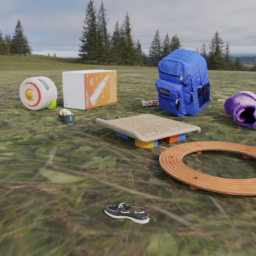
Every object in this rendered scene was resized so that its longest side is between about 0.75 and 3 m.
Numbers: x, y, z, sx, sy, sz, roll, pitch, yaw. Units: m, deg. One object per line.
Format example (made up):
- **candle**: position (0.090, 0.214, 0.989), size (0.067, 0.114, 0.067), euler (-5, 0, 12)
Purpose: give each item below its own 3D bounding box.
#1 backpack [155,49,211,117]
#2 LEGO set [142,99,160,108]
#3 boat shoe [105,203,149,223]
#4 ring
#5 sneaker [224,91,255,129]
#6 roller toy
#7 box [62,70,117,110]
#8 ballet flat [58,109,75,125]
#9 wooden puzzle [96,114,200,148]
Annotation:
- **backpack**: position (2.332, -1.947, 12.109), size (2.088, 2.569, 2.156), euler (23, 48, 38)
- **LEGO set**: position (1.694, -1.399, 14.801), size (1.543, 0.507, 2.066), euler (2, 15, 23)
- **boat shoe**: position (-0.025, 1.379, 4.700), size (0.790, 0.238, 0.292), euler (7, 16, 25)
- **ring**: position (2.228, 0.885, 6.531), size (3.004, 0.288, 3.004), euler (-1, 15, 0)
- **sneaker**: position (4.508, -0.644, 10.752), size (1.314, 1.195, 2.972), euler (-12, 18, -14)
- **roller toy**: position (-4.401, -1.672, 13.611), size (1.726, 1.575, 1.206), euler (6, 16, 22)
- **box**: position (-1.932, -2.104, 14.794), size (1.409, 1.798, 2.891), euler (9, 17, 30)
- **ballet flat**: position (-2.508, -0.516, 11.402), size (0.518, 0.518, 1.418), euler (-8, 16, -27)
- **wooden puzzle**: position (0.609, 0.075, 9.088), size (2.610, 0.604, 2.418), euler (-5, 15, -36)
